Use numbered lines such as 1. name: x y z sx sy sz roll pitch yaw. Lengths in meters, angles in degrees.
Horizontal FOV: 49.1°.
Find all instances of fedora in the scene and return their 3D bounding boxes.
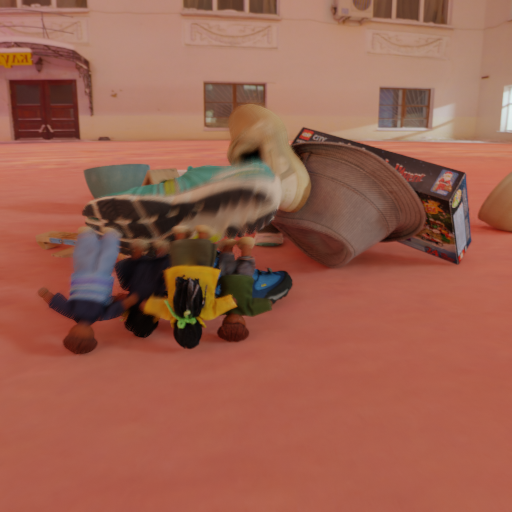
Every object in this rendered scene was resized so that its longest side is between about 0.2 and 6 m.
1. fedora: 1.245 -0.667 9.491 2.873 2.541 1.297 15 65 53

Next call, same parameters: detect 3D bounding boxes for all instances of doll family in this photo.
1. doll family: -1.167 0.450 6.585 2.628 1.519 1.031 -2 -20 11

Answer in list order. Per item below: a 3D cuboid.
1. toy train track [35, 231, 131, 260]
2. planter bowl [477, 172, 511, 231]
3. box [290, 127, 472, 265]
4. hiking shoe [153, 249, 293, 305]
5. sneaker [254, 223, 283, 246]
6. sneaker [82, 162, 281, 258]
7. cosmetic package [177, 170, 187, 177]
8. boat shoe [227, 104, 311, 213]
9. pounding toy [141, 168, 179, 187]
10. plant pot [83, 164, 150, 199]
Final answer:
1. toy train track: -3.079 -0.113 10.216 3.198 0.520 1.834 6 22 43
2. planter bowl: 5.796 -1.100 12.438 1.413 1.413 0.951 -15 50 -44
3. box: 2.197 -1.068 9.940 3.058 0.576 2.088 25 -16 33
4. hiking shoe: -0.429 0.284 7.771 1.927 0.836 0.717 -3 21 -8
5. sneaker: 0.321 -0.875 11.889 0.769 0.904 1.981 -1 18 1
6. sneaker: -1.037 -0.706 8.017 2.851 1.105 1.136 -8 38 7
7. cosmetic package: -2.238 -2.072 16.614 1.749 0.941 0.742 0 13 -6
8. boat shoe: -0.008 -1.739 9.232 0.856 0.951 2.635 7 41 -33
9. pounding toy: -1.787 -1.174 11.929 0.922 1.194 1.297 -10 -25 -32
10. plant pot: -3.574 -1.733 14.649 1.700 1.145 1.700 -6 4 0
